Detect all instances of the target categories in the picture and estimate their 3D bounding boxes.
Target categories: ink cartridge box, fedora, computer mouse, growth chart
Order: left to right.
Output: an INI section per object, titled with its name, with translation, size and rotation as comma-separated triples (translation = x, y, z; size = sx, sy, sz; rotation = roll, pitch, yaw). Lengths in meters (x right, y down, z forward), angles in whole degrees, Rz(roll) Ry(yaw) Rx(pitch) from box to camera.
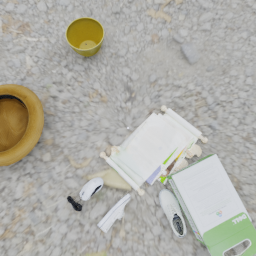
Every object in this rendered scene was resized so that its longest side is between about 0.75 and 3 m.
[fedora]
translation = -3.598, -0.042, 8.436
size = 2.538, 1.035, 2.538
rotation = 0, 72, 1
[computer mouse]
translation = -1.216, 1.839, 8.083
size = 1.168, 0.256, 0.640
rotation = -45, 46, -6
[growth chart]
translation = 0.870, 0.667, 8.626
size = 2.899, 0.257, 2.098
rotation = -39, 77, -11
[ink cartridge box]
translation = 2.358, 2.270, 7.772
size = 1.431, 0.818, 2.757
rotation = -25, 80, -8

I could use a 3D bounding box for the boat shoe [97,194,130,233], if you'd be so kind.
[boat shoe]
translation = -0.314, 2.438, 8.010
size = 0.410, 0.462, 1.256
rotation = 43, 88, 8

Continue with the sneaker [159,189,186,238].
[sneaker]
translation = 1.313, 2.393, 7.952
size = 0.517, 0.501, 1.416
rotation = -23, 74, -7

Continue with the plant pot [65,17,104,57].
[plant pot]
translation = -1.391, -2.909, 9.412
size = 1.255, 0.891, 1.255
rotation = 0, 72, 0
